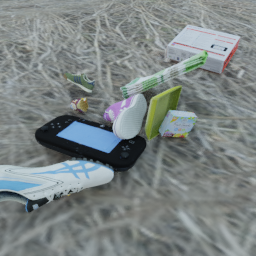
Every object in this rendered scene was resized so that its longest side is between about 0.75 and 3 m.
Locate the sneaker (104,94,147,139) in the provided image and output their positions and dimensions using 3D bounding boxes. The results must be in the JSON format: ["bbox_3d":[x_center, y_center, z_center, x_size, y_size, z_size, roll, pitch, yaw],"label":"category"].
[{"bbox_3d":[-0.233,-0.205,7.570,1.136,0.722,1.993,-14,21,24],"label":"sneaker"}]

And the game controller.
[{"bbox_3d":[-0.949,0.295,7.152,2.761,0.581,1.440,17,41,19],"label":"game controller"}]

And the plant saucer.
[{"bbox_3d":[0.864,-0.447,7.271,0.298,1.242,1.243,28,36,26],"label":"plant saucer"}]

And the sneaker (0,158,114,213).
[{"bbox_3d":[-1.533,1.153,5.547,2.592,0.931,0.939,-4,64,-17],"label":"sneaker"}]

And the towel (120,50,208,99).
[{"bbox_3d":[1.126,-1.711,8.543,2.566,0.394,1.915,-21,14,24],"label":"towel"}]

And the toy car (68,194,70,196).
[{"bbox_3d":[-1.338,1.107,6.336,0.400,0.272,0.816,-21,39,-15],"label":"toy car"}]

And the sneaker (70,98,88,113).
[{"bbox_3d":[-1.492,-0.648,8.322,0.492,0.409,1.091,-12,9,4],"label":"sneaker"}]

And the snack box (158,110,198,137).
[{"bbox_3d":[1.314,-0.100,7.356,0.830,0.700,0.281,3,39,-30],"label":"snack box"}]

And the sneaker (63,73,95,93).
[{"bbox_3d":[-1.563,-1.631,9.216,1.076,0.483,0.361,32,21,1],"label":"sneaker"}]

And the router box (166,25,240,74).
[{"bbox_3d":[3.034,-3.242,11.259,2.312,0.565,2.075,23,51,23],"label":"router box"}]
